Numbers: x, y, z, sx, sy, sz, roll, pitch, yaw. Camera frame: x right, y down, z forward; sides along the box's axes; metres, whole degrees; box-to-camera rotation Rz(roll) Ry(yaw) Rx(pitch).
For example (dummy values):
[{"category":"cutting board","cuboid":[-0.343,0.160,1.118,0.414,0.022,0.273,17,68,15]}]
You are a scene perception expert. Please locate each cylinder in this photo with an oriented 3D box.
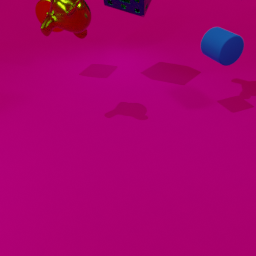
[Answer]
[{"category":"cylinder","cuboid":[-2.104,-3.601,8.460,1.014,1.014,1.014,10,50,14]},{"category":"cylinder","cuboid":[2.269,-1.980,6.779,0.734,0.734,0.734,-14,38,-19]}]

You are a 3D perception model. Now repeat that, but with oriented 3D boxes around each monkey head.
[{"category":"monkey head","cuboid":[-1.267,-2.254,5.848,0.853,1.416,1.019,30,82,2]}]

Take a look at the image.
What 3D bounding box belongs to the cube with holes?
[{"category":"cube with holes","cuboid":[0.079,-4.099,7.649,1.247,1.247,1.247,20,76,9]}]
